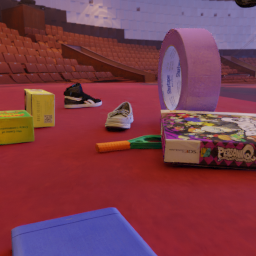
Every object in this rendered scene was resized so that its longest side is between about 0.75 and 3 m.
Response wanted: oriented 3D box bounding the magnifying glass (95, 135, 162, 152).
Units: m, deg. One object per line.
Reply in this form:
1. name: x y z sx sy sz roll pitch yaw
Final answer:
1. magnifying glass: 0.179 0.345 6.279 1.857 0.208 0.739 -7 14 -26

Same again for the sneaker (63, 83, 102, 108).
1. sneaker: -2.144 -1.623 13.719 2.117 1.184 0.774 -11 15 -44

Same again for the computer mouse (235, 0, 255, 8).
1. computer mouse: 2.811 -2.864 6.370 0.755 0.523 0.199 4 -23 12

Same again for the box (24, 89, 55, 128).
1. box: -3.141 -0.760 9.726 0.719 1.081 2.871 -2 10 -25

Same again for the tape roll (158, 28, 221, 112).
1. tape roll: 1.741 -1.522 8.618 0.958 2.919 2.919 -2 11 -9

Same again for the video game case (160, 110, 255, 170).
1. video game case: 2.000 0.129 6.047 2.568 0.507 2.833 3 15 5

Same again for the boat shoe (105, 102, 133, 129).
1. boat shoe: -0.232 -0.390 8.781 0.767 0.667 2.080 2 11 12

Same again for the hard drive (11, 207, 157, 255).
1. hard drive: -0.286 1.141 2.161 1.084 0.209 1.644 -5 12 -24

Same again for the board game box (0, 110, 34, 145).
1. board game box: -3.781 0.026 6.720 2.717 0.647 1.380 -6 12 -26
